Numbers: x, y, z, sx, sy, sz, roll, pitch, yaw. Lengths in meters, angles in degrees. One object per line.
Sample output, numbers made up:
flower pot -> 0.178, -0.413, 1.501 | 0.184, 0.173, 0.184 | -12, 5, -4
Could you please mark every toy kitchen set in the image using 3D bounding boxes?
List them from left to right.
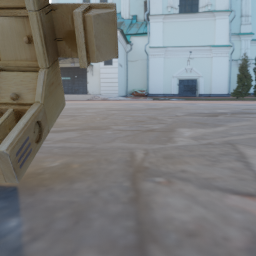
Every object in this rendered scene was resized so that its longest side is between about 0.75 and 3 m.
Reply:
toy kitchen set -> -0.980, -0.692, 2.941 | 1.549, 1.898, 1.713 | 2, 34, 6
